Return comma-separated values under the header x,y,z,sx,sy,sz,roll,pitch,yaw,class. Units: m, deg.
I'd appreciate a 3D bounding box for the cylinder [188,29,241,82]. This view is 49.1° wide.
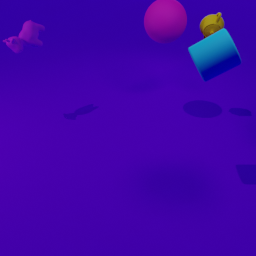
x,y,z,sx,sy,sz,roll,pitch,yaw,class
1.622,-1.356,5.267,0.730,0.730,0.730,-26,29,19,cylinder

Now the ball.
x,y,z,sx,sy,sz,roll,pitch,yaw,class
1.077,-3.082,8.090,1.224,1.224,1.224,0,34,0,ball

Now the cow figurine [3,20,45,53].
x,y,z,sx,sy,sz,roll,pitch,yaw,class
-3.009,-2.656,8.119,1.033,1.050,0.576,9,0,-40,cow figurine

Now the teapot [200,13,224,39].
x,y,z,sx,sy,sz,roll,pitch,yaw,class
2.375,-2.818,7.979,0.673,1.083,0.530,13,56,-5,teapot
